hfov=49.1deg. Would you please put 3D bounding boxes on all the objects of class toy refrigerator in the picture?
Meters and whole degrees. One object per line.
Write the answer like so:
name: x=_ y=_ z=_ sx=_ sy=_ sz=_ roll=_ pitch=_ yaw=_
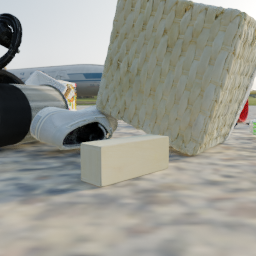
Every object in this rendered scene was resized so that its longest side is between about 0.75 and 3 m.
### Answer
toy refrigerator: x=-0.009 y=0.353 z=3.469 sx=0.411 sy=0.446 sz=1.175 roll=6 pitch=9 yaw=44

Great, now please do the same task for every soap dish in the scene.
soap dish: x=-2.595 y=-0.777 z=8.197 sx=1.267 sy=1.610 sz=0.654 roll=29 pitch=-23 yaw=7

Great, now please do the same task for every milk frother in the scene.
milk frother: x=-2.008 y=-0.765 z=5.296 sx=2.154 sy=1.944 sz=2.026 roll=-30 pitch=-5 yaw=21

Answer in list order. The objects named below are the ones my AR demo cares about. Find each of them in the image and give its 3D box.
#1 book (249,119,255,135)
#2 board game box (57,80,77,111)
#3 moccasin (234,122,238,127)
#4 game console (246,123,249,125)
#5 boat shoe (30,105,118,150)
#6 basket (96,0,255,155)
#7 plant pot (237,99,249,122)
book: x=3.962 y=0.109 z=5.731 sx=1.754 sy=0.631 sz=2.625 roll=-4 pitch=8 yaw=-5
board game box: x=-2.892 y=-1.219 z=12.670 sx=0.472 sy=1.722 sz=2.728 roll=0 pitch=6 yaw=4
moccasin: x=3.071 y=-0.157 z=8.969 sx=0.366 sy=0.432 sz=1.073 roll=-15 pitch=23 yaw=-15
game console: x=5.070 y=-0.426 z=10.473 sx=0.633 sy=0.957 sz=1.088 roll=37 pitch=26 yaw=29
boat shoe: x=-0.738 y=0.019 z=5.436 sx=0.813 sy=0.855 sz=2.374 roll=30 pitch=9 yaw=24
basket: x=0.973 y=-1.094 z=5.460 sx=2.488 sy=2.511 sz=2.019 roll=27 pitch=24 yaw=29
plant pot: x=3.900 y=-1.070 z=11.713 sx=1.662 sy=1.879 sz=1.879 roll=-8 pitch=-1 yaw=40
